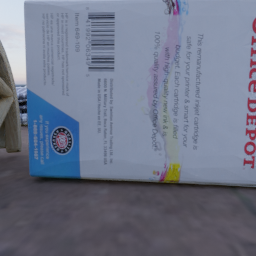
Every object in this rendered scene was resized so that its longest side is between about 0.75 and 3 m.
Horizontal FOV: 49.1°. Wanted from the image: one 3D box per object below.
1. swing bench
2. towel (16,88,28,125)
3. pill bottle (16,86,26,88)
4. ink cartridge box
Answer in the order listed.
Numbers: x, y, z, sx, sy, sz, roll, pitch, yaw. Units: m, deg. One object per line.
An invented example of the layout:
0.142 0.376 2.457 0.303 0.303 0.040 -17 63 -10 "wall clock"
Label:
-2.854 -0.240 2.911 2.749 1.793 2.764 -3 9 -9 "swing bench"
-3.098 -0.806 8.928 2.302 1.190 2.780 -2 8 -6 "towel"
-3.615 -1.174 11.331 1.224 1.224 2.140 6 10 37 "pill bottle"
0.318 -0.476 3.820 2.680 1.966 1.957 2 7 6 "ink cartridge box"
